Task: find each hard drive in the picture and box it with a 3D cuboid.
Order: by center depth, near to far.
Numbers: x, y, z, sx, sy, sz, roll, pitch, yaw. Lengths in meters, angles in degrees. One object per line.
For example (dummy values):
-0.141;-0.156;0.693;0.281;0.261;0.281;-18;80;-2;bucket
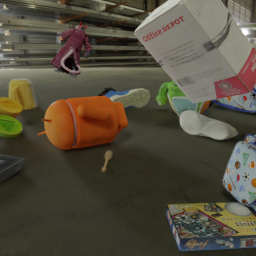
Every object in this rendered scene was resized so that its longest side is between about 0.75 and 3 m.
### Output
-3.139;0.981;6.227;0.997;0.313;1.478;6;16;19;hard drive

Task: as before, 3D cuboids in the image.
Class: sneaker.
2.694;-0.045;9.463;0.915;0.778;2.069;3;16;-40;sneaker
-0.283;-1.515;13.807;2.733;1.049;1.521;-21;33;-37;sneaker

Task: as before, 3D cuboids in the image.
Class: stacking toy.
-4.719;-0.179;9.357;2.316;0.978;2.096;9;35;-39;stacking toy

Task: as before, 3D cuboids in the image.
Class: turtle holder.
2.401;-1.313;12.003;2.302;1.635;1.749;-2;18;2;turtle holder

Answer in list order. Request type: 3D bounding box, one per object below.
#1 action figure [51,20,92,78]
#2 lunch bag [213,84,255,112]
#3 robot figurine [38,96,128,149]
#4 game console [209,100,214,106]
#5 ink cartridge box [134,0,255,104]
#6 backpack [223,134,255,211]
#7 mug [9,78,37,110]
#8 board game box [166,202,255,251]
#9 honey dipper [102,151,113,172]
-2.242;-3.275;11.139;1.554;2.320;1.727;21;-2;-12;action figure
5.788;-1.566;13.189;2.141;1.559;2.518;-11;28;-36;lunch bag
-1.296;-0.187;8.247;2.558;1.492;1.840;-9;24;-28;robot figurine
4.169;-1.524;15.248;1.601;0.327;2.715;6;15;23;game console
1.816;-2.068;7.269;1.145;2.767;2.027;-54;22;-21;ink cartridge box
2.434;0.859;4.855;1.100;1.428;1.360;-2;24;-22;backpack
-5.171;-1.676;13.738;1.379;1.413;1.722;-9;18;-32;mug
1.362;1.522;4.431;1.344;0.233;0.911;-1;16;-4;board game box
-0.541;0.836;7.022;0.190;0.190;1.000;1;17;5;honey dipper
